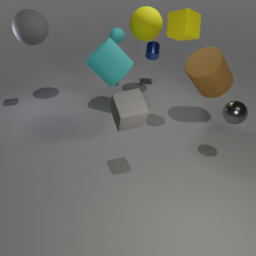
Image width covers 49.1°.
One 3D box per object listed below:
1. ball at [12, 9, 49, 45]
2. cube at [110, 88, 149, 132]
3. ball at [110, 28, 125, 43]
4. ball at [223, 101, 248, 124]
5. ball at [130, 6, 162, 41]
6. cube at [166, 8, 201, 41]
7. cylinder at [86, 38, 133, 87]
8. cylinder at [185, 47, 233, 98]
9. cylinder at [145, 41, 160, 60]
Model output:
[{"bbox_3d":[-3.951,-4.086,11.384,1.400,1.400,1.400,0,30,0],"label":"ball"},{"bbox_3d":[0.014,-0.429,6.773,0.700,0.700,0.700,-13,64,-14],"label":"cube"},{"bbox_3d":[-0.509,-4.350,13.182,0.700,0.700,0.700,0,30,0],"label":"ball"},{"bbox_3d":[3.157,-0.453,8.256,0.700,0.700,0.700,0,30,0],"label":"ball"},{"bbox_3d":[0.771,-4.446,12.001,1.400,1.400,1.400,0,30,0],"label":"ball"},{"bbox_3d":[1.615,-2.973,8.118,0.700,0.700,0.700,9,9,44],"label":"cube"},{"bbox_3d":[-0.743,-2.639,11.313,1.400,1.400,1.400,-40,20,18],"label":"cylinder"},{"bbox_3d":[3.060,-2.067,10.535,1.400,1.400,1.400,-20,51,27],"label":"cylinder"},{"bbox_3d":[1.275,-3.975,14.424,0.700,0.700,0.700,5,72,9],"label":"cylinder"}]
